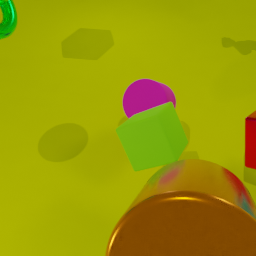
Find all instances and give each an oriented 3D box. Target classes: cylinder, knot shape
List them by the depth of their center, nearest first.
[{"bbox_3d":[0.341,0.593,1.484,0.740,0.740,0.740,17,9,13],"label":"cylinder"},{"bbox_3d":[-1.465,-1.463,2.975,0.497,1.006,1.075,-7,19,-20],"label":"knot shape"},{"bbox_3d":[0.422,-0.475,5.281,0.826,0.826,0.826,24,12,18],"label":"cylinder"}]

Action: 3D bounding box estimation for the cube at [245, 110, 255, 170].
[{"bbox_3d":[2.624,0.174,4.722,0.941,0.941,0.941,13,29,44],"label":"cube"}]

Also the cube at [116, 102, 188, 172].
[{"bbox_3d":[0.381,0.124,4.208,0.714,0.714,0.714,-19,11,30],"label":"cube"}]
